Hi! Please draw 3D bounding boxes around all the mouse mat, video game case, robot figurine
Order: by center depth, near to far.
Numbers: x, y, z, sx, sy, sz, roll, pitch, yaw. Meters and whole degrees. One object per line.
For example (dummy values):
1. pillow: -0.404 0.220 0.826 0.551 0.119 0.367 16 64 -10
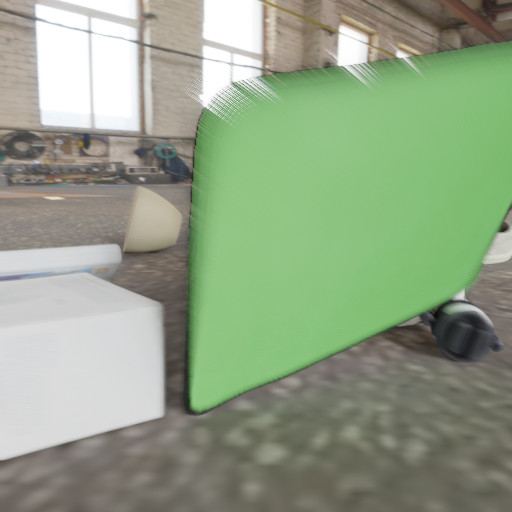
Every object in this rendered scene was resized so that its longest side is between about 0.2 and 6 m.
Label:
1. mouse mat: 0.725 -0.153 3.143 2.519 2.027 0.095 -17 46 -28
2. video game case: -1.927 0.330 4.195 1.553 0.178 1.415 -5 -23 -29
3. robot figurine: 1.545 0.562 4.237 0.418 0.503 0.670 -31 3 13

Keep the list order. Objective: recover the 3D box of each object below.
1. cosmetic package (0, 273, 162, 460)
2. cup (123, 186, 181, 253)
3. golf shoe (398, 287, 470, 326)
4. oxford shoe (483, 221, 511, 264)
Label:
1. cosmetic package: -1.307 0.560 3.231 1.153 0.709 1.149 -7 11 -36
2. cup: -1.718 -0.529 9.428 0.805 1.125 1.125 13 6 -14
3. golf shoe: 1.029 -0.035 5.980 1.328 1.047 2.885 8 20 -18
4. oxford shoe: 2.625 -0.177 7.502 2.017 0.583 0.759 -8 25 -22
